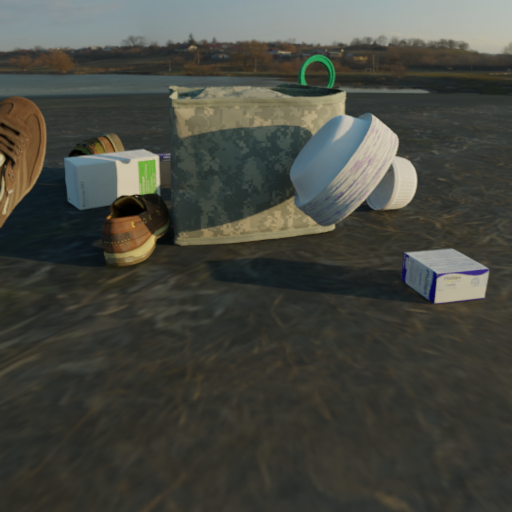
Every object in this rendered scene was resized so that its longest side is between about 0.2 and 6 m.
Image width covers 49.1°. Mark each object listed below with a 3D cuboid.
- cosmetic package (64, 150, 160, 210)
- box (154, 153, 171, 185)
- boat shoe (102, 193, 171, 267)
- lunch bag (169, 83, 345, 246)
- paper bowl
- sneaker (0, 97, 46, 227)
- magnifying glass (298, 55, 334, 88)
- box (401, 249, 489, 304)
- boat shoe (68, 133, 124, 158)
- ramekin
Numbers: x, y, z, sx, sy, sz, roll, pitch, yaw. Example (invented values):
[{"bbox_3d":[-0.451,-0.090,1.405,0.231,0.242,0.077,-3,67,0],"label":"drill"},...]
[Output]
[{"bbox_3d":[-3.114,-1.685,12.200,1.865,1.004,0.791,-16,29,-34],"label":"cosmetic package"},{"bbox_3d":[-2.812,-2.164,14.087,1.631,0.643,1.151,-7,24,-18],"label":"box"},{"bbox_3d":[-1.978,-0.658,9.347,0.856,0.803,2.378,-6,24,6],"label":"boat shoe"},{"bbox_3d":[0.033,-1.664,9.869,3.091,2.535,1.818,-2,24,-7],"label":"lunch bag"},{"bbox_3d":[1.190,-1.376,8.347,0.911,1.752,1.752,38,15,-13],"label":"paper bowl"},{"bbox_3d":[-3.505,-1.158,7.605,1.028,2.919,1.103,24,-31,-25],"label":"sneaker"},{"bbox_3d":[0.966,-2.962,10.716,0.712,1.789,0.200,22,-2,-23],"label":"magnifying glass"},{"bbox_3d":[2.560,0.263,7.669,0.796,0.454,0.866,-5,20,-14],"label":"box"},{"bbox_3d":[-4.092,-2.314,13.370,0.892,0.944,2.624,-30,10,-33],"label":"boat shoe"},{"bbox_3d":[2.760,-1.494,11.474,0.608,1.159,1.159,1,19,-20],"label":"ramekin"}]
